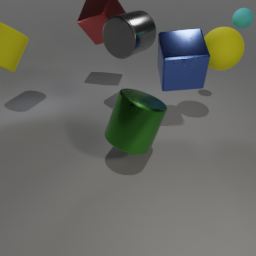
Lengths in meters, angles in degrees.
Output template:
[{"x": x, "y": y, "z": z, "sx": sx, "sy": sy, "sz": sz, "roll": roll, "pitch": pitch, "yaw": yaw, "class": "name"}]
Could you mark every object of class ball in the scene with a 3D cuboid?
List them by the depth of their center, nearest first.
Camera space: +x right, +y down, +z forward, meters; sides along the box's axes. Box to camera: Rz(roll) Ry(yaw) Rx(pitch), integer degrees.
[{"x": 3.156, "y": -2.658, "z": 9.416, "sx": 1.400, "sy": 1.400, "sz": 1.400, "roll": 0, "pitch": 33, "yaw": 0, "class": "ball"}, {"x": 4.116, "y": -3.930, "z": 10.055, "sx": 0.700, "sy": 0.700, "sz": 0.700, "roll": 0, "pitch": 33, "yaw": 0, "class": "ball"}]

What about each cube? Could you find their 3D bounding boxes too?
[{"x": 1.753, "y": -2.213, "z": 9.206, "sx": 1.400, "sy": 1.400, "sz": 1.400, "roll": -4, "pitch": 53, "yaw": 1, "class": "cube"}, {"x": -1.062, "y": -4.665, "z": 11.971, "sx": 1.400, "sy": 1.400, "sz": 1.400, "roll": -4, "pitch": 60, "yaw": 32, "class": "cube"}]

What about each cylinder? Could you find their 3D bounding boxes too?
[{"x": 0.204, "y": -0.197, "z": 7.856, "sx": 1.400, "sy": 1.400, "sz": 1.400, "roll": 18, "pitch": 23, "yaw": -8, "class": "cylinder"}, {"x": 0.059, "y": -3.275, "z": 9.781, "sx": 1.400, "sy": 1.400, "sz": 1.400, "roll": 21, "pitch": 36, "yaw": 28, "class": "cylinder"}, {"x": -4.585, "y": -2.980, "z": 10.262, "sx": 1.400, "sy": 1.400, "sz": 1.400, "roll": 25, "pitch": 2, "yaw": -1, "class": "cylinder"}]
